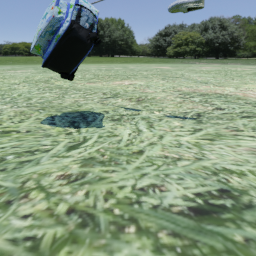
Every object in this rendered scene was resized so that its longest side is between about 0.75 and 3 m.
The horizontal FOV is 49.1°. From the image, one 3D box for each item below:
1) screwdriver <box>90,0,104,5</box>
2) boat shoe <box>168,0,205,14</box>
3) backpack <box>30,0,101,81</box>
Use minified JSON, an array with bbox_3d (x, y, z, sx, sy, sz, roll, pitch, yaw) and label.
[{"bbox_3d":[-0.549,-4.962,10.669,2.839,0.413,0.396,2,38,48],"label":"screwdriver"},{"bbox_3d":[1.826,-3.833,8.848,1.194,0.370,0.430,-7,-9,29],"label":"boat shoe"},{"bbox_3d":[-1.931,-3.097,8.990,1.729,2.153,2.353,29,41,-24],"label":"backpack"}]
